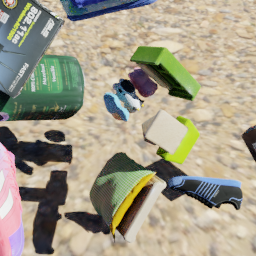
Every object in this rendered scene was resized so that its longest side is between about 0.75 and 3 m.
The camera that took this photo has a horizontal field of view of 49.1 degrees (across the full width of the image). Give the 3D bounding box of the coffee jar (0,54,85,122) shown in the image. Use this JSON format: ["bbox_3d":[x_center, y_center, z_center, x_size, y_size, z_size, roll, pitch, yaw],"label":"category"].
[{"bbox_3d":[-2.154,-0.683,4.780,2.596,1.354,1.107,-4,79,-33],"label":"coffee jar"}]

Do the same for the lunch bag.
[{"bbox_3d":[-0.273,-2.779,5.240,2.027,0.836,1.629,-5,47,21],"label":"lunch bag"}]

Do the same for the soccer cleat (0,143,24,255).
[{"bbox_3d":[-2.071,0.788,4.294,1.075,0.938,2.812,-4,33,-45],"label":"soccer cleat"}]

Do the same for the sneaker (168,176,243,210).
[{"bbox_3d":[1.135,0.971,4.169,1.087,0.381,0.423,1,67,13],"label":"sneaker"}]

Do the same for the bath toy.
[{"bbox_3d":[0.246,-0.728,4.917,0.533,0.627,1.443,24,59,36],"label":"bath toy"}]

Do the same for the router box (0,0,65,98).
[{"bbox_3d":[-1.486,-1.107,3.485,0.895,1.194,0.371,33,14,-16],"label":"router box"}]

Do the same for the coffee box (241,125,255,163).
[{"bbox_3d":[2.967,0.136,4.845,0.641,1.606,0.907,-20,81,-54],"label":"coffee box"}]

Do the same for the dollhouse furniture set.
[{"bbox_3d":[0.041,0.227,4.409,1.419,1.096,2.840,28,87,54],"label":"dollhouse furniture set"}]
